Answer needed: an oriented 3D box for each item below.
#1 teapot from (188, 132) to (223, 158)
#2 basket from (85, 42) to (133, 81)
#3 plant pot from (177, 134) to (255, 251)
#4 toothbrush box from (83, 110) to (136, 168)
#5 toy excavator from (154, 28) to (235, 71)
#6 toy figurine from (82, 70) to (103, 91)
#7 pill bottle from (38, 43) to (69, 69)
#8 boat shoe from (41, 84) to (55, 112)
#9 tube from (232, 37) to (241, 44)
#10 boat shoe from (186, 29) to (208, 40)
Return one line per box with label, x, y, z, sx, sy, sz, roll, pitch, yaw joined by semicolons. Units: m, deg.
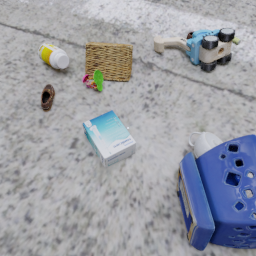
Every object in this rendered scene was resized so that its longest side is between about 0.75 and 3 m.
teapot;2.636;0.782;9.369;1.213;0.898;1.229;33;36;-11
basket;-0.811;-2.943;12.286;2.010;1.497;1.434;4;20;3
plant pot;2.570;1.900;7.620;2.181;2.426;2.426;-9;54;1
toothbrush box;-0.654;0.355;9.750;1.226;0.714;1.675;-26;57;-18
toy excavator;2.916;-3.735;12.643;2.722;1.398;2.800;-26;44;-17
toy figurine;-1.498;-1.907;11.510;0.796;0.865;0.650;-2;16;30
pill bottle;-3.173;-3.072;12.073;0.833;0.833;1.525;-36;48;-24
boat shoe;-3.201;-1.300;11.154;0.481;0.480;1.365;-6;52;-2
tube;5.048;-4.390;13.631;0.276;0.247;0.953;5;34;-47
boat shoe;3.660;-4.370;13.359;1.821;0.640;0.641;-14;53;-12
